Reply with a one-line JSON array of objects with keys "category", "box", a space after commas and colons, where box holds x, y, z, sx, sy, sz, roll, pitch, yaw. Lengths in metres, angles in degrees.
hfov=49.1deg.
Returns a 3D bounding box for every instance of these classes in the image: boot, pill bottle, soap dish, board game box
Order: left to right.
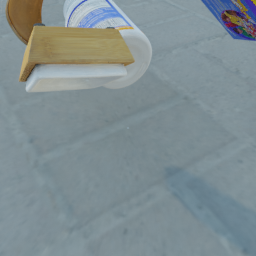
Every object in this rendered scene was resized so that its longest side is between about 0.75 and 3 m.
[{"category": "boot", "box": [-2.387, -3.590, 7.395, 1.954, 2.517, 0.965, -14, -4, 40]}, {"category": "soap dish", "box": [-0.887, -0.982, 4.212, 1.368, 0.706, 1.738, -7, 4, -24]}, {"category": "pill bottle", "box": [-0.637, -2.228, 6.631, 1.440, 1.440, 2.569, -19, 52, -19]}, {"category": "board game box", "box": [2.999, -3.408, 7.759, 0.554, 2.475, 1.664, -54, 30, 4]}]
